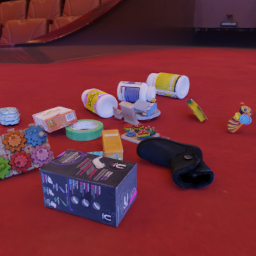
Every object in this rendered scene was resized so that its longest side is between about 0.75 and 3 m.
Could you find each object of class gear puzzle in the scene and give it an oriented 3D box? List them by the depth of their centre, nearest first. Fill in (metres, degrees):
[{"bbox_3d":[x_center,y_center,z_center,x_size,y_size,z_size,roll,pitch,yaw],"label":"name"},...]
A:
[{"bbox_3d":[-3.326,0.696,7.533,2.482,1.286,0.325,-17,-6,-24],"label":"gear puzzle"}]

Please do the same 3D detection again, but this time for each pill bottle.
[{"bbox_3d":[-1.382,-1.202,12.795,1.032,1.032,1.979,-13,25,-31],"label":"pill bottle"},{"bbox_3d":[0.454,-1.845,14.499,1.831,1.016,1.016,8,22,18],"label":"pill bottle"},{"bbox_3d":[2.199,-2.428,15.696,2.167,1.238,1.238,17,27,36],"label":"pill bottle"}]

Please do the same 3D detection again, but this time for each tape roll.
[{"bbox_3d":[-1.624,0.054,10.513,1.395,0.335,1.395,0,20,0],"label":"tape roll"}]

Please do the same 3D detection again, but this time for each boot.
[{"bbox_3d":[1.204,0.910,7.644,2.025,0.774,1.702,8,17,2],"label":"boot"}]

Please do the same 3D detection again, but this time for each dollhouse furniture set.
[{"bbox_3d":[0.266,-1.028,11.656,1.360,0.940,1.441,24,55,36],"label":"dollhouse furniture set"}]

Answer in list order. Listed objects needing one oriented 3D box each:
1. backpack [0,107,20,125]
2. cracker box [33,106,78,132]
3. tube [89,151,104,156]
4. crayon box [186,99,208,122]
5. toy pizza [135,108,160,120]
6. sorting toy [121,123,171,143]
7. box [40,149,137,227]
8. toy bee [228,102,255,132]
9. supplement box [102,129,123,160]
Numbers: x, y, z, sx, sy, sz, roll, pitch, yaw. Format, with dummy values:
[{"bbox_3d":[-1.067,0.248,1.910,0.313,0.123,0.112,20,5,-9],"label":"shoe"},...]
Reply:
[{"bbox_3d":[-4.879,-0.487,11.484,0.887,0.836,1.088,-2,35,-24],"label":"backpack"},{"bbox_3d":[-2.849,-0.374,10.838,1.163,0.501,1.737,-24,20,-29],"label":"cracker box"},{"bbox_3d":[-1.355,0.879,8.341,1.235,0.311,0.478,-2,-6,2],"label":"tube"},{"bbox_3d":[2.935,-0.743,11.984,0.301,0.751,1.184,-36,18,9],"label":"crayon box"},{"bbox_3d":[0.597,-0.616,12.355,1.661,0.263,1.661,-2,21,1],"label":"toy pizza"},{"bbox_3d":[0.503,0.190,10.127,2.152,0.364,1.038,16,27,36],"label":"sorting toy"},{"bbox_3d":[-0.861,1.284,6.369,1.892,1.003,1.156,9,23,22],"label":"box"},{"bbox_3d":[4.288,-0.504,10.408,1.450,0.788,0.949,-29,-22,9],"label":"toy bee"},{"bbox_3d":[-0.497,0.603,8.764,0.588,0.569,1.710,-4,21,-9],"label":"supplement box"}]
